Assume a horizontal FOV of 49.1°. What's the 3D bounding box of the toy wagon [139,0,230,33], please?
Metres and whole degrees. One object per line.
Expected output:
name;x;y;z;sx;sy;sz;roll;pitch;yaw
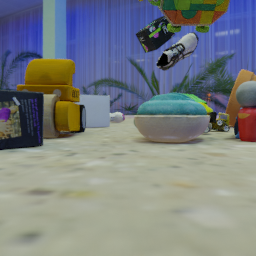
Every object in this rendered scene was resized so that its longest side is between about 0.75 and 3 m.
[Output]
toy wagon;1.353;-3.143;6.638;2.227;1.728;0.441;-3;39;-9

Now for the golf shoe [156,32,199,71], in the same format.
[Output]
golf shoe;2.296;-3.537;13.165;2.345;0.912;1.108;-42;-9;29

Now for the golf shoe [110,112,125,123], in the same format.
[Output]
golf shoe;-0.824;-0.441;13.472;1.493;0.562;0.683;1;20;40

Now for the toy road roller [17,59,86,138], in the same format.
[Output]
toy road roller;-1.924;-0.779;6.589;1.564;1.858;2.546;0;3;2

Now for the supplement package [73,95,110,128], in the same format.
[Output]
supplement package;-1.403;-0.574;9.598;1.423;1.108;0.789;-3;4;-42

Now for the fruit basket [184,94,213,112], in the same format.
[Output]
fruit basket;3.570;-0.890;15.407;2.359;1.701;2.359;24;33;-17

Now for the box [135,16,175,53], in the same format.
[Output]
box;1.150;-3.924;11.737;1.287;0.956;0.800;-43;24;-23

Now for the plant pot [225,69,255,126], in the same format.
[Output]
plant pot;4.412;-0.899;9.841;1.431;2.045;2.045;19;11;23

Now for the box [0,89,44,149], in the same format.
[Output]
box;-2.206;-0.148;4.120;1.638;0.869;1.001;-2;7;-43

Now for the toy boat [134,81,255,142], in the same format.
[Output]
toy boat;1.324;-0.314;5.319;2.337;1.086;1.964;0;3;12

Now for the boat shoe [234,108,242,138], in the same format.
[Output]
boat shoe;2.754;-0.134;6.165;0.769;0.627;1.827;1;4;21

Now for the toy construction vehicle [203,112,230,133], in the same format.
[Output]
toy construction vehicle;1.724;-0.327;7.404;1.893;0.667;1.648;9;7;21

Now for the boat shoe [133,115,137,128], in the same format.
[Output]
boat shoe;0.776;-0.100;6.842;1.329;0.497;0.441;3;3;34
